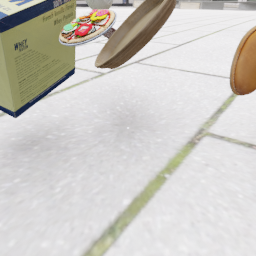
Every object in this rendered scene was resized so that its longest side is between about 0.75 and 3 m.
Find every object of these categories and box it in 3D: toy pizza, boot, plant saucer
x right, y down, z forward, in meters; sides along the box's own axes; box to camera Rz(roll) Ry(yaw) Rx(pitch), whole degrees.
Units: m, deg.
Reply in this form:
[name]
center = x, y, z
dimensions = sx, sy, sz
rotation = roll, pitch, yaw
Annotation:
[toy pizza]
center = -0.782, -1.950, 5.266
dimensions = 1.196, 0.190, 1.196
rotation = -14, 44, 14
[boot]
center = 3.593, -1.599, 5.567
dimensions = 1.117, 2.914, 2.262
rotation = 30, 13, -35
[plant saucer]
center = 0.204, -2.624, 7.499
dimensions = 2.908, 0.428, 2.908
rotation = -39, 25, 22

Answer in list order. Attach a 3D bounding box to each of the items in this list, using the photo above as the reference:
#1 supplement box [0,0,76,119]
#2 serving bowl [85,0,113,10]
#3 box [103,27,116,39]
[supplement box]
center = -2.375, -1.900, 6.120
dimensions = 1.505, 2.239, 2.241
rotation = 26, 47, 13
[serving bowl]
center = -0.834, -4.142, 7.907
dimensions = 0.546, 1.659, 1.659
rotation = -11, 22, 25
[box]
center = -0.476, -3.221, 9.712
dimensions = 1.119, 0.419, 0.561
rotation = 30, 18, 8
